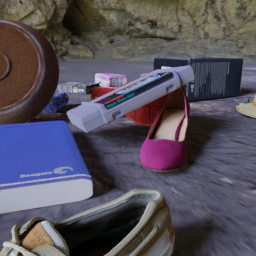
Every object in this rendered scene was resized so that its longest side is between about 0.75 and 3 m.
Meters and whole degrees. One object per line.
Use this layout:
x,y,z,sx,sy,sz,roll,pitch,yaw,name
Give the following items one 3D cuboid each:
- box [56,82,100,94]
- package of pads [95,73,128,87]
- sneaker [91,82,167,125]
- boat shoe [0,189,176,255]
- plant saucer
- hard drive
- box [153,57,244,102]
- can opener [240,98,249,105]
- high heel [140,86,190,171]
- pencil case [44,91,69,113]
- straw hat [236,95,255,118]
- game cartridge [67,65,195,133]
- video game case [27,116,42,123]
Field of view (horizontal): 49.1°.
-2.298,-1.866,12.903,1.617,0.397,1.304,6,16,21,box
-0.888,-2.462,14.500,1.075,0.675,1.785,-6,17,-29,package of pads
0.458,-0.873,8.082,2.948,1.155,1.703,15,23,38,sneaker
-0.598,1.020,1.983,2.230,0.763,0.834,-12,20,-36,boat shoe
-3.198,-1.429,6.835,2.934,2.934,0.505,-2,-9,-6,plant saucer
-1.850,0.452,4.697,1.964,0.378,2.977,-5,17,-17,hard drive
2.843,-2.123,11.585,2.956,1.583,2.194,-9,18,-28,box
3.734,-0.713,8.972,0.285,0.360,1.083,4,21,21,can opener
0.717,-0.110,5.170,0.844,1.204,2.504,4,16,11,high heel
-2.302,-0.843,9.054,0.557,0.501,1.283,-12,15,10,pencil case
4.096,-0.784,8.143,1.725,0.730,1.725,2,22,-1,straw hat
-0.004,-0.680,5.814,2.439,0.468,1.581,-27,12,-16,game cartridge
-2.920,-0.217,7.473,0.950,0.170,0.861,-11,19,-35,video game case
